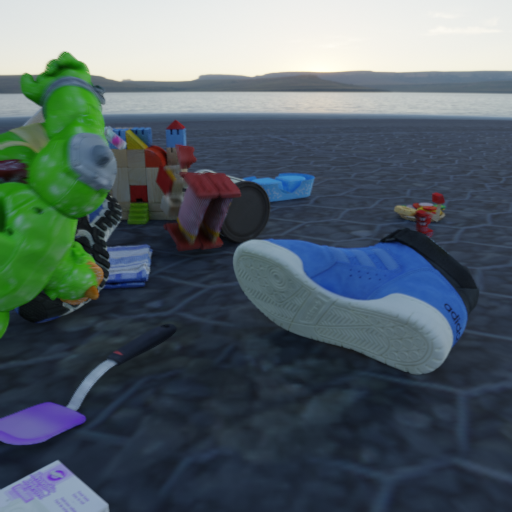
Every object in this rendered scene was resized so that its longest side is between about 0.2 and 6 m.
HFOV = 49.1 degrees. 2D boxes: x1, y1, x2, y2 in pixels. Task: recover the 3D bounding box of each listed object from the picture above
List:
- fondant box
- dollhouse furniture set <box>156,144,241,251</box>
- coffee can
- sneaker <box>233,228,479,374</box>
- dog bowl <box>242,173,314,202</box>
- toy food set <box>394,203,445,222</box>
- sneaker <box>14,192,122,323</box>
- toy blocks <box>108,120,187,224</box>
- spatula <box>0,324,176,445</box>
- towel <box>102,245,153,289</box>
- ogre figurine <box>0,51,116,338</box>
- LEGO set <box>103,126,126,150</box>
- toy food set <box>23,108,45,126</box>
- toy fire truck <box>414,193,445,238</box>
[{"bbox_3d":[-1.663,1.945,3.922,0.739,0.298,1.024,16,23,40],"label":"fondant box"},{"bbox_3d":[-1.349,-1.266,10.476,0.948,1.255,2.332,-5,41,-35],"label":"dollhouse furniture set"},{"bbox_3d":[-0.681,-1.063,11.578,1.227,1.227,1.677,-12,22,-33],"label":"coffee can"},{"bbox_3d":[1.277,0.276,7.243,3.038,1.166,1.690,18,39,35],"label":"sneaker"},{"bbox_3d":[0.599,-1.849,15.170,2.099,0.520,1.170,-10,21,-29],"label":"dog bowl"},{"bbox_3d":[3.841,-1.038,13.087,1.094,0.266,1.083,12,21,34],"label":"toy food set"},{"bbox_3d":[-2.967,0.042,8.582,1.327,1.169,2.977,-38,25,24],"label":"sneaker"},{"bbox_3d":[-2.836,-1.977,12.854,3.201,2.188,1.599,0,18,2],"label":"toy blocks"},{"bbox_3d":[-1.629,1.263,5.873,0.675,0.245,2.389,8,27,32],"label":"spatula"},{"bbox_3d":[-2.450,0.164,9.513,1.310,0.212,1.784,-3,19,-7],"label":"towel"},{"bbox_3d":[-2.864,-0.333,6.245,3.927,1.927,2.354,-39,42,-12],"label":"ogre figurine"},{"bbox_3d":[-3.757,-1.716,11.408,1.096,2.383,0.887,32,-2,10],"label":"LEGO set"},{"bbox_3d":[-3.466,-1.202,10.166,1.493,2.537,0.829,-46,40,-19],"label":"toy food set"},{"bbox_3d":[3.391,-0.759,10.925,0.585,0.829,0.202,-21,28,-17],"label":"toy fire truck"}]
